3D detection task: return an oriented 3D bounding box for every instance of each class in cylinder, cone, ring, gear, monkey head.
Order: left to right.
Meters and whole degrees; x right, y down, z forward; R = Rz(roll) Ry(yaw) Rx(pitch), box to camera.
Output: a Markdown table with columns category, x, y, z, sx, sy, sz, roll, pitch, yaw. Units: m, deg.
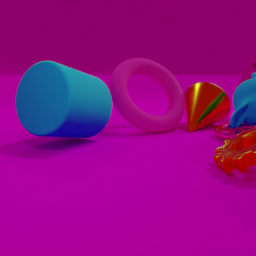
| category | x | y | z | sx | sy | sz | roll | pitch | yaw |
| --- | --- | --- | --- | --- | --- | --- | --- | --- | --- |
| cylinder | -1.204 | -0.485 | 5.454 | 1.338 | 1.338 | 1.338 | 6 | 0 | 29 |
| ring | 0.509 | -0.832 | 6.839 | 2.028 | 2.028 | 0.406 | -7 | -21 | -30 |
| cone | 1.757 | -0.281 | 7.009 | 1.269 | 1.269 | 1.274 | 8 | 41 | 33 |
| ring | 2.460 | 0.080 | 6.038 | 1.156 | 0.231 | 1.156 | -3 | 12 | 1 |
| gear | 1.770 | 0.257 | 4.003 | 1.102 | 0.204 | 1.102 | -31 | 5 | 3 |
| monkey head | 2.740 | -0.761 | 5.780 | 1.151 | 1.374 | 1.910 | 5 | 40 | 36 |

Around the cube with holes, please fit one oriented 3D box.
| category | x | y | z | sx | sy | sz | roll | pitch | yaw |
| --- | --- | --- | --- | --- | --- | --- | --- | --- | --- |
| cube with holes | 4.014 | -1.136 | 8.063 | 1.243 | 1.243 | 1.243 | 30 | 12 | 34 |
